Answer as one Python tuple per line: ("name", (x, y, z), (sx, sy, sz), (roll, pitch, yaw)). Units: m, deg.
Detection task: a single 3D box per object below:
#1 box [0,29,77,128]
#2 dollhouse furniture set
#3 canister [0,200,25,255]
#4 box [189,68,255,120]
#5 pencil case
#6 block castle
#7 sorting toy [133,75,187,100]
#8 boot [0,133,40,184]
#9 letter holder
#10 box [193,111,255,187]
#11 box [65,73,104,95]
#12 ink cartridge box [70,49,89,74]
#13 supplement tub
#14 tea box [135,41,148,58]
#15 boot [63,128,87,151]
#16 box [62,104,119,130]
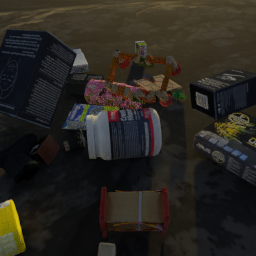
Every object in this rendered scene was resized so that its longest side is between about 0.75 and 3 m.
("box", (-3.469, -1.725, 9.773), (2.166, 1.563, 2.919), (16, 83, 31))
("dollhouse furniture set", (0.109, 2.800, 6.107), (1.568, 1.185, 2.914), (1, 54, 1))
("canister", (-3.482, 2.570, 6.411), (1.915, 0.829, 1.422), (-16, 40, -22))
("box", (3.035, -1.106, 8.729), (1.777, 0.927, 1.315), (-19, 25, -14))
("pencil case", (-0.528, -1.290, 11.292), (2.344, 1.014, 0.970), (10, 47, 12))
("block castle", (0.466, -1.598, 9.163), (2.266, 1.063, 1.514), (13, 83, 23))
("sorting toy", (1.500, -1.724, 12.425), (1.725, 0.343, 2.333), (-13, 36, -24))
("boot", (-3.162, 0.937, 8.716), (1.381, 0.628, 1.644), (27, 43, 27))
("letter holder", (-2.720, 0.764, 9.148), (0.453, 0.641, 0.901), (-21, 27, 27))
("box", (4.011, 0.626, 9.029), (2.394, 0.729, 2.970), (-31, 47, -30))
("box", (-1.912, -1.950, 12.523), (1.488, 0.587, 1.050), (7, 35, 9))
("ink cartridge box", (-3.331, -3.408, 14.534), (2.244, 0.456, 2.248), (-10, 39, -13))
("supplement tub", (-0.154, 0.195, 8.898), (2.217, 1.556, 1.556), (-5, 38, -6))
("tea box", (0.731, -4.317, 15.484), (0.504, 0.755, 0.743), (-9, 38, -11))
("boot", (-1.883, 0.394, 9.648), (0.744, 0.356, 0.985), (-15, 39, -15))
("box", (-1.388, -0.393, 10.585), (1.992, 0.475, 1.215), (4, 37, 5))
